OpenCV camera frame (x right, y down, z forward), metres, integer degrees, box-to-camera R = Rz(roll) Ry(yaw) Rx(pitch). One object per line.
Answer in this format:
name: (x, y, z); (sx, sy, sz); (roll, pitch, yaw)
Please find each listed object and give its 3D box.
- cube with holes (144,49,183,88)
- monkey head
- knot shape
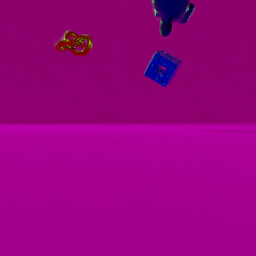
cube with holes: (1.364, -2.294, 10.709); (0.961, 0.961, 0.961); (32, 29, 8)
monkey head: (0.813, -2.691, 5.934); (0.937, 1.556, 1.119); (-12, 11, -43)
knot shape: (-1.970, -3.165, 10.379); (1.386, 0.640, 1.297); (-1, 38, -1)
